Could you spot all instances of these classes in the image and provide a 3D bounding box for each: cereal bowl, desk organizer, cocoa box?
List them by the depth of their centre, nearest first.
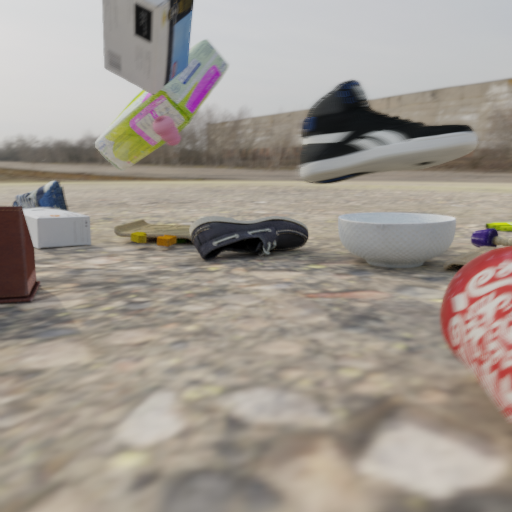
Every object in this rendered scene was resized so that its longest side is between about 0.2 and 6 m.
[{"bbox_3d":[-4.146,-0.020,6.511,2.930,1.128,1.051,-3,10,-16],"label":"desk organizer"},{"bbox_3d":[2.229,-0.254,9.014,1.858,0.774,1.858,1,10,0],"label":"cereal bowl"},{"bbox_3d":[-1.757,-3.733,9.144,1.080,1.620,1.063,29,53,9],"label":"cocoa box"}]

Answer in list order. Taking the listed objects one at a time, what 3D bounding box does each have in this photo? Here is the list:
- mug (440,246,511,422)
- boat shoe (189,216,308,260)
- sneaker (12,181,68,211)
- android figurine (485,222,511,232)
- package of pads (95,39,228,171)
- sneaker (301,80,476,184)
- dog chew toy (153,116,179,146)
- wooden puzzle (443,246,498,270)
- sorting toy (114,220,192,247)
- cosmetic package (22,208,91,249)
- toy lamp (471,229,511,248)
[{"bbox_3d":[1.977,0.585,3.426,1.355,1.018,1.526,-1,13,7],"label":"mug"},{"bbox_3d":[-0.036,-0.209,9.834,2.266,0.823,0.711,1,51,-26],"label":"boat shoe"},{"bbox_3d":[-5.532,-1.187,14.333,1.294,1.171,3.038,-13,5,-16],"label":"sneaker"},{"bbox_3d":[6.014,-0.704,13.536,0.851,0.175,0.775,1,9,11],"label":"android figurine"},{"bbox_3d":[-2.155,-3.279,12.522,2.910,0.992,2.248,-22,32,44],"label":"package of pads"},{"bbox_3d":[2.411,-2.658,11.047,3.466,1.939,1.266,-6,-8,29],"label":"sneaker"},{"bbox_3d":[-1.457,-2.046,9.256,0.342,0.342,0.549,7,-33,35],"label":"dog chew toy"},{"bbox_3d":[3.906,0.106,8.456,1.690,0.315,1.563,2,9,38],"label":"wooden puzzle"},{"bbox_3d":[-1.960,-0.409,11.540,1.775,0.319,2.383,6,11,10],"label":"sorting toy"},{"bbox_3d":[-4.386,-0.633,11.695,1.046,0.642,2.535,-8,12,-35],"label":"cosmetic package"},{"bbox_3d":[4.599,-0.235,9.934,0.453,0.453,1.556,-8,11,-41],"label":"toy lamp"}]
